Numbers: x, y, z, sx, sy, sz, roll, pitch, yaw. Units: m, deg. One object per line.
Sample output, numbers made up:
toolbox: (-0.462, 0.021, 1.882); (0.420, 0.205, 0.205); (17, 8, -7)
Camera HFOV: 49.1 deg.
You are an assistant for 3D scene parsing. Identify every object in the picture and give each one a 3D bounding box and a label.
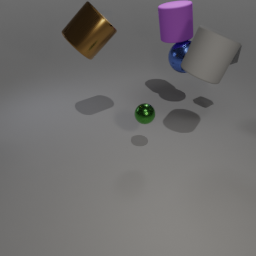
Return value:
ball: (2.452, -3.097, 12.161); (1.400, 1.400, 1.400); (0, 32, 0)
cylinder: (-1.345, -3.375, 9.785); (1.400, 1.400, 1.400); (-45, 33, 12)
cube: (3.904, -2.943, 11.008); (0.700, 0.700, 0.700); (-22, 39, -36)
cylinder: (2.609, -2.337, 8.952); (1.400, 1.400, 1.400); (19, 27, -10)
ball: (0.563, -0.472, 9.334); (0.700, 0.700, 0.700); (0, 32, 0)
cylinder: (2.018, -4.475, 11.793); (1.400, 1.400, 1.400); (-7, 32, 5)
